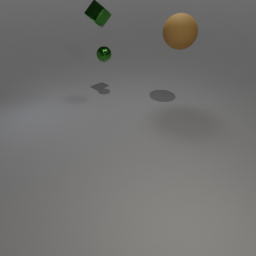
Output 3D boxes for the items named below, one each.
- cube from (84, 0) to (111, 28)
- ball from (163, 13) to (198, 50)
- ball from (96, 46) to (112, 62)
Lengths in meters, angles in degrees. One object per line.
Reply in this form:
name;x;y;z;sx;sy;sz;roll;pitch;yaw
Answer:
cube;-1.271;-4.838;11.884;0.700;0.700;0.700;44;14;18
ball;2.102;-3.879;11.283;1.400;1.400;1.400;0;31;0
ball;-1.110;-3.415;12.935;0.700;0.700;0.700;0;31;0
